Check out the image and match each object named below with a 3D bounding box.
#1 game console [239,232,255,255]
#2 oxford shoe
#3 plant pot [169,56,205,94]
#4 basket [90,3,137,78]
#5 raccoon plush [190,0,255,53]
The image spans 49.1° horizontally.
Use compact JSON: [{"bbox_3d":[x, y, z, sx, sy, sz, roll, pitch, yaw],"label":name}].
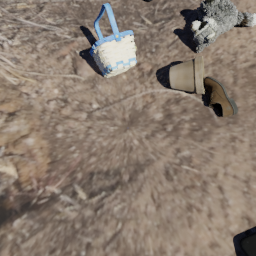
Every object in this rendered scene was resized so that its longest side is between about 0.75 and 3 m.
[{"bbox_3d":[3.781,3.136,6.268,1.956,1.138,1.720,-18,33,-10],"label":"game console"},{"bbox_3d":[2.595,-0.934,8.278,0.606,0.521,1.435,-23,64,-11],"label":"oxford shoe"},{"bbox_3d":[1.775,-1.548,8.395,0.969,1.117,1.117,-2,60,19],"label":"plant pot"},{"bbox_3d":[-0.525,-2.556,8.435,1.289,1.635,1.854,-25,98,-14],"label":"basket"},{"bbox_3d":[3.271,-3.313,9.258,2.542,1.230,1.703,3,70,1],"label":"raccoon plush"}]
